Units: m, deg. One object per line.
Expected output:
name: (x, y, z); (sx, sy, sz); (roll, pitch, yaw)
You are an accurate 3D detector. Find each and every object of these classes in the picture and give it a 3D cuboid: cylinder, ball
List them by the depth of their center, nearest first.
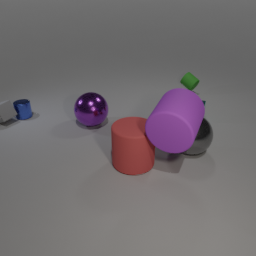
cylinder: (1.379, -0.226, 8.102); (1.400, 1.400, 1.400); (12, 39, 21)
cylinder: (0.174, 0.548, 9.020); (1.400, 1.400, 1.400); (0, 29, 0)
ball: (2.200, 0.221, 9.612); (1.400, 1.400, 1.400); (0, 29, 0)
ball: (-1.493, -0.757, 11.398); (1.400, 1.400, 1.400); (0, 29, 0)
cylinder: (-4.581, -0.816, 12.201); (0.700, 0.700, 0.700); (-1, 27, 1)
cylinder: (3.164, -2.378, 14.325); (0.700, 0.700, 0.700); (45, 46, 18)

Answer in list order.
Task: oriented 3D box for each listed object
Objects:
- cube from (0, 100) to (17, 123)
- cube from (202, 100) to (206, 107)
cube: (-5.217, -0.674, 11.676); (0.700, 0.700, 0.700); (-7, 25, 40)
cube: (2.936, -0.769, 12.115); (0.700, 0.700, 0.700); (10, 32, 19)
